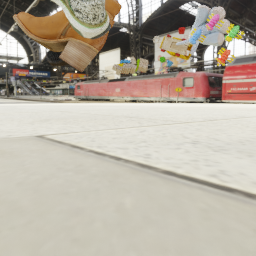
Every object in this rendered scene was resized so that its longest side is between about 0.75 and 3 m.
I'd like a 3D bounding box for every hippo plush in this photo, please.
[{"bbox_3d":[2.601,-2.997,8.836,1.231,1.546,1.243,39,28,19],"label":"hippo plush"}]

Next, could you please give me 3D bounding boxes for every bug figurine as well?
[{"bbox_3d":[2.127,-2.174,6.812,1.293,1.002,0.333,39,32,14],"label":"bug figurine"}]

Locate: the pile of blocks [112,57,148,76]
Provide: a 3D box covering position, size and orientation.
[{"bbox_3d":[0.062,-2.423,11.155,1.548,0.635,0.481,-7,-25,-19],"label":"pile of blocks"}]

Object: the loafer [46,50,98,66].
[{"bbox_3d":[-2.321,-3.049,11.610,2.190,0.799,0.781,-14,-5,-22],"label":"loafer"}]

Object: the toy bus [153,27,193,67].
[{"bbox_3d":[2.001,-3.373,11.817,1.425,1.511,0.781,-24,-20,27],"label":"toy bus"}]

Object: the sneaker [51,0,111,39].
[{"bbox_3d":[-1.189,-2.960,5.496,0.933,2.426,1.075,-45,-2,-25],"label":"sneaker"}]

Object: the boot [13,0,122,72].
[{"bbox_3d":[-1.662,-3.046,7.624,2.708,2.102,1.038,35,5,20],"label":"boot"}]
